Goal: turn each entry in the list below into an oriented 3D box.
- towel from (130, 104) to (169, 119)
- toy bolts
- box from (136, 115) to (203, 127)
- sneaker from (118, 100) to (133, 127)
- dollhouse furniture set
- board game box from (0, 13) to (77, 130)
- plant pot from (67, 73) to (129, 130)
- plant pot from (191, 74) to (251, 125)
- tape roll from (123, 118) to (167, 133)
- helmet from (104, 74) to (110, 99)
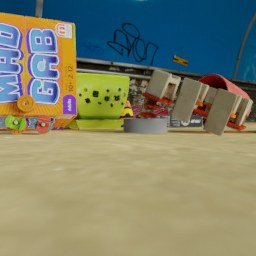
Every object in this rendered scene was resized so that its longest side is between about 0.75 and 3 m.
[{"bbox_3d":[0.643,-0.798,16.388,2.161,0.336,2.988,-24,27,-39],"label":"towel"},{"bbox_3d":[-2.374,-0.226,6.926,1.016,0.971,0.705,18,-14,-13],"label":"toy bolts"},{"bbox_3d":[1.904,-0.343,13.514,2.651,0.587,2.123,-1,2,-14],"label":"box"},{"bbox_3d":[-0.548,-0.743,13.871,1.048,1.348,2.996,-1,2,-24],"label":"sneaker"},{"bbox_3d":[1.813,-0.499,7.653,2.759,1.437,2.790,24,14,27],"label":"dollhouse furniture set"},{"bbox_3d":[-3.091,-1.432,8.307,2.654,2.656,2.654,0,-8,-21],"label":"board game box"},{"bbox_3d":[-1.253,-0.885,10.198,2.068,1.877,2.058,0,2,-25],"label":"plant pot"},{"bbox_3d":[5.299,-1.362,15.843,2.575,2.910,2.910,11,-4,-31],"label":"plant pot"},{"bbox_3d":[0.476,-0.071,7.843,1.214,0.401,1.214,-1,2,0],"label":"tape roll"},{"bbox_3d":[-0.988,-1.985,13.760,1.416,1.416,1.350,0,14,-14],"label":"helmet"}]
